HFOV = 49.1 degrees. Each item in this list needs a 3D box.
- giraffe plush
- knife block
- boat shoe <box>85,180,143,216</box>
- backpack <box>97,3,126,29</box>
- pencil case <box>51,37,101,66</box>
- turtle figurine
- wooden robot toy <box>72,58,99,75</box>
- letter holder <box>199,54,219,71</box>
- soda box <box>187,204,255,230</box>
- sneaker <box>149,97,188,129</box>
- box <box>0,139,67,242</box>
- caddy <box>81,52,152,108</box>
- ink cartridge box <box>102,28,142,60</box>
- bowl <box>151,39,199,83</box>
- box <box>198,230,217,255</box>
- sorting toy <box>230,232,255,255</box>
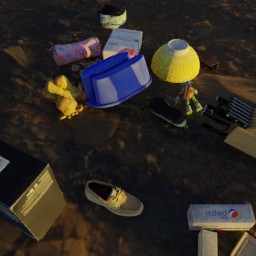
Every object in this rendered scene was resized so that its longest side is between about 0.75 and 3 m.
[{"bbox_3d":[-2.481,-1.075,11.096,1.629,1.405,1.321,12,53,-37],"label":"giraffe plush"},{"bbox_3d":[3.967,0.188,9.704,2.584,2.943,0.942,-2,46,41],"label":"knife block"},{"bbox_3d":[-0.469,2.145,8.647,1.942,0.645,0.719,14,52,12],"label":"boat shoe"},{"bbox_3d":[-0.785,-5.953,15.064,1.359,0.999,1.244,14,50,17],"label":"backpack"},{"bbox_3d":[-2.417,-3.637,13.195,2.238,0.979,0.979,-17,53,-14],"label":"pencil case"},{"bbox_3d":[2.446,-1.179,11.495,0.942,1.308,1.269,-6,68,-34],"label":"turtle figurine"},{"bbox_3d":[-1.679,-2.690,12.677,1.617,0.712,0.734,-5,9,19],"label":"wooden robot toy"},{"bbox_3d":[3.730,-3.020,13.063,0.560,0.396,0.788,-29,56,-20],"label":"letter holder"},{"bbox_3d":[2.708,2.642,8.261,1.803,0.615,0.572,0,51,0],"label":"soda box"},{"bbox_3d":[1.544,-0.504,10.843,0.686,0.792,1.914,-44,47,-2],"label":"sneaker"},{"bbox_3d":[-3.405,1.614,7.919,2.688,2.448,1.399,23,54,18],"label":"box"},{"bbox_3d":[-0.455,-1.877,11.429,2.976,1.562,2.104,-32,35,-23],"label":"caddy"},{"bbox_3d":[-0.231,-3.825,13.415,1.458,0.850,2.015,10,51,8],"label":"ink cartridge box"},{"bbox_3d":[2.193,-3.264,12.729,2.274,1.224,2.274,0,50,1],"label":"bowl"},{"bbox_3d":[2.208,3.390,7.780,0.458,0.375,0.964,12,51,3],"label":"box"},{"bbox_3d":[3.450,3.554,7.773,0.980,0.237,1.741,38,60,22],"label":"sorting toy"}]
